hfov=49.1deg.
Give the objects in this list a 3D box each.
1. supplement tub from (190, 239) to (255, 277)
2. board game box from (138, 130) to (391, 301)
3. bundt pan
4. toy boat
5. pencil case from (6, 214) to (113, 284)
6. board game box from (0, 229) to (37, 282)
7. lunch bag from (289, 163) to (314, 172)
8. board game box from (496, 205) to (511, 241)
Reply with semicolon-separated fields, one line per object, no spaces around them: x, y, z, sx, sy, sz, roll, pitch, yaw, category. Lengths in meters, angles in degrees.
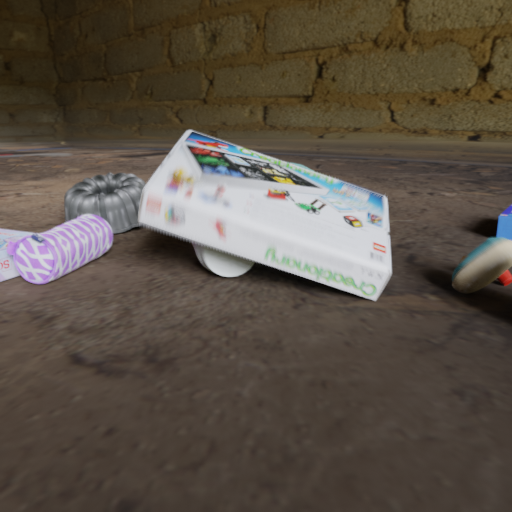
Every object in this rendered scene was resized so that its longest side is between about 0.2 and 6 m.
-0.557;-0.301;9.551;1.079;1.079;1.494;-3;17;-13;supplement tub
0.277;-0.749;8.737;3.630;0.628;2.291;19;34;-1;board game box
-3.406;-1.295;12.824;2.141;0.803;2.141;-4;29;2;bundt pan
3.465;0.128;8.466;1.284;1.080;0.597;12;41;-49;toy boat
-3.233;-0.164;9.441;0.867;0.851;2.028;22;17;9;pencil case
-5.200;0.041;9.309;2.613;0.538;2.607;7;17;26;board game box
-0.216;-1.471;12.859;2.348;1.681;2.756;-6;21;-17;lunch bag
6.576;-0.628;11.767;2.530;0.569;1.924;9;17;30;board game box
